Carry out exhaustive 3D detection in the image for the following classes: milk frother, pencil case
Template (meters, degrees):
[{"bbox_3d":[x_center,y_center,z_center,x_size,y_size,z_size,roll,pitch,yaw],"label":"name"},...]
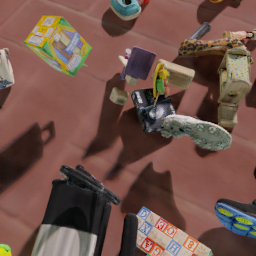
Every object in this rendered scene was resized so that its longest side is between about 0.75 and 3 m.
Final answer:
[{"bbox_3d":[-1.144,2.223,5.625,2.341,2.594,2.440,-2,60,24],"label":"milk frother"},{"bbox_3d":[-4.891,-1.523,8.558,2.831,1.101,1.266,-20,88,-10],"label":"pencil case"}]

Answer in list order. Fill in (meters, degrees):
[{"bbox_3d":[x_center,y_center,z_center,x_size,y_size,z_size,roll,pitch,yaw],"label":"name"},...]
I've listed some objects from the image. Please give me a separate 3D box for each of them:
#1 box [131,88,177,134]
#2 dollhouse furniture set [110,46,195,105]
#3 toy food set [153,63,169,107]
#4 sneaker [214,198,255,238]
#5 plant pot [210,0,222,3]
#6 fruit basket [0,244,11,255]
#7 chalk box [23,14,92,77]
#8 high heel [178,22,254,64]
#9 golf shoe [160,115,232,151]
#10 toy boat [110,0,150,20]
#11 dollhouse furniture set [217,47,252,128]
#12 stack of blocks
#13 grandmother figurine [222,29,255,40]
[{"bbox_3d":[0.815,-0.557,8.381,1.116,0.303,1.393,-7,61,-20],"label":"box"},{"bbox_3d":[0.712,-1.631,9.083,2.333,1.849,1.656,13,26,-20],"label":"dollhouse furniture set"},{"bbox_3d":[0.991,-1.214,7.849,0.409,1.252,0.736,13,52,16],"label":"toy food set"},{"bbox_3d":[3.431,2.052,6.877,2.725,0.966,1.129,5,53,-2],"label":"sneaker"},{"bbox_3d":[3.642,-5.317,10.815,0.762,0.833,0.833,-16,62,-27],"label":"plant pot"},{"bbox_3d":[-3.114,3.177,5.885,1.131,1.568,1.568,6,62,3],"label":"fruit basket"},{"bbox_3d":[-1.765,-2.116,7.631,0.999,1.606,0.994,24,79,40],"label":"chalk box"},{"bbox_3d":[2.856,-2.395,9.324,2.252,0.804,1.605,42,79,19],"label":"high heel"},{"bbox_3d":[1.777,-0.017,7.220,1.819,0.712,0.884,18,30,18],"label":"golf shoe"},{"bbox_3d":[0.155,-4.839,10.514,1.681,0.781,1.413,-30,66,-15],"label":"toy boat"},{"bbox_3d":[3.772,-1.146,8.336,1.873,1.178,2.118,7,62,4],"label":"dollhouse furniture set"},{"bbox_3d":[0.794,2.720,6.235,1.855,0.543,1.068,23,64,40],"label":"stack of blocks"},{"bbox_3d":[4.028,-3.238,9.805,1.428,0.432,0.866,-6,32,-14],"label":"grandmother figurine"}]
